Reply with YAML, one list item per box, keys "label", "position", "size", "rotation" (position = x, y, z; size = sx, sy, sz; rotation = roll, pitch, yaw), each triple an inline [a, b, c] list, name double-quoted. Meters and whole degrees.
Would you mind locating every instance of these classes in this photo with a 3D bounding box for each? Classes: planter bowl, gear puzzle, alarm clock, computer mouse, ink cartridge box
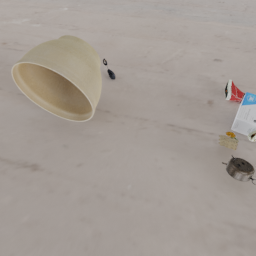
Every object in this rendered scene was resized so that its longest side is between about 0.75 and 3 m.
- label: "planter bowl"
  position: [-1.692, -1.498, 7.751]
  size: [2.372, 2.372, 1.596]
  rotation: [16, 62, 18]
- label: "gear puzzle"
  position: [2.557, 0.282, 7.099]
  size: [0.489, 0.944, 0.124]
  rotation: [21, 72, 24]
- label: "alarm clock"
  position: [2.522, 0.943, 6.113]
  size: [0.570, 0.281, 0.845]
  rotation: [-11, 43, -33]
- label: "computer mouse"
  position: [-0.684, -2.194, 10.316]
  size: [0.295, 0.172, 1.008]
  rotation: [10, 50, -56]
- label: "ink cartridge box"
  position: [3.876, -0.163, 7.544]
  size: [1.804, 0.602, 1.045]
  rotation: [22, 60, 17]

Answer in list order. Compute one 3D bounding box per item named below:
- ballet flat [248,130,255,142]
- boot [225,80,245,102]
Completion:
- label: "ballet flat"
  position: [3.258, 0.216, 7.212]
  size: [0.255, 0.757, 0.236]
  rotation: [30, 68, 12]
- label: "boot"
  position: [3.652, -1.211, 9.332]
  size: [0.757, 0.380, 1.049]
  rotation: [12, 43, 6]
